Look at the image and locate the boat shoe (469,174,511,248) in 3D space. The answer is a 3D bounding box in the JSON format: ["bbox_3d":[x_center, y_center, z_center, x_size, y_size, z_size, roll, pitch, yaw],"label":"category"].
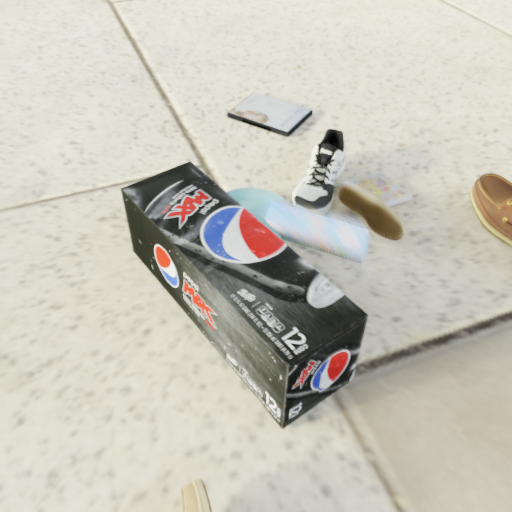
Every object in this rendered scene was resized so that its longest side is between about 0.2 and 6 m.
[{"bbox_3d":[5.171,-0.667,10.538,1.121,1.052,3.114,-10,45,-10],"label":"boat shoe"}]

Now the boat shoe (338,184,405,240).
[{"bbox_3d":[2.332,-0.911,10.924,0.525,0.583,1.615,-18,48,-40],"label":"boat shoe"}]

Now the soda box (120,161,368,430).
[{"bbox_3d":[-0.411,0.353,9.047,1.470,1.643,4.642,-27,51,-26],"label":"soda box"}]

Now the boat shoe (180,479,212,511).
[{"bbox_3d":[-0.800,3.701,6.193,0.779,0.861,2.416,-4,46,-5],"label":"boat shoe"}]

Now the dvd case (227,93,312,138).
[{"bbox_3d":[0.347,-3.600,14.203,1.803,0.158,1.286,24,49,22],"label":"dvd case"}]

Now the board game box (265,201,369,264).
[{"bbox_3d":[1.046,-0.345,9.135,1.515,2.003,0.367,18,86,12],"label":"board game box"}]

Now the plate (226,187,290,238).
[{"bbox_3d":[-0.078,-0.779,11.196,1.677,0.214,1.677,3,45,-3],"label":"plate"}]

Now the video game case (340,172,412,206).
[{"bbox_3d":[2.523,-1.369,11.775,1.131,0.129,1.029,-17,45,-27],"label":"video game case"}]

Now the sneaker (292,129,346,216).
[{"bbox_3d":[1.326,-1.812,11.753,0.884,1.025,2.338,13,47,11],"label":"sneaker"}]
